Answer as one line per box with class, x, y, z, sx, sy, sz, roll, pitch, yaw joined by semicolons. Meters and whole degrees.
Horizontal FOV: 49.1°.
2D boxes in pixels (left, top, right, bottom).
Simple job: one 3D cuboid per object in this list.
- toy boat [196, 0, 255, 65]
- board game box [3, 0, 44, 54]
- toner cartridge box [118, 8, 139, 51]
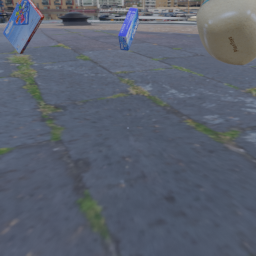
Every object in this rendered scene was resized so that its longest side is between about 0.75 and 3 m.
toy boat;2.322;-1.919;4.963;2.054;1.727;0.955;-7;64;28
board game box;-1.835;-1.785;4.871;0.966;0.497;0.094;-36;4;40
toner cartridge box;0.028;-2.210;6.253;0.194;0.427;0.900;12;64;14
